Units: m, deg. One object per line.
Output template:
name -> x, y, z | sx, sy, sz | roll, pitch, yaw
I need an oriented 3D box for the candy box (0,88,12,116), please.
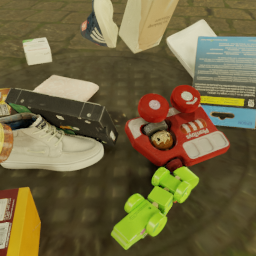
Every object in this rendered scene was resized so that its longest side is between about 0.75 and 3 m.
candy box -> -4.370, -0.754, 8.494 | 1.599, 0.452, 0.933 | -5, 38, -9

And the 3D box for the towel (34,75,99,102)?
towel -> -2.148, -1.034, 8.958 | 1.822, 0.307, 1.907 | 14, 41, 18

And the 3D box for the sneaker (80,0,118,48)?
sneaker -> -0.704, -2.218, 6.020 | 0.767, 1.815, 0.680 | 8, 83, 5

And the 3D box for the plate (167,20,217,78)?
plate -> 2.664, -2.380, 9.712 | 2.507, 0.406, 2.512 | -38, 89, -38

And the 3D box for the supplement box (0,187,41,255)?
supplement box -> -2.416, 2.028, 4.483 | 1.675, 1.112, 1.652 | -6, 39, -7

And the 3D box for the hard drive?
hard drive -> -1.535, -0.240, 6.897 | 2.402, 1.678, 0.454 | 11, 69, 15

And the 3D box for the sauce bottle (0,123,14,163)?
sauce bottle -> -2.997, 0.095, 4.216 | 0.796, 0.796, 2.410 | 36, 13, 36

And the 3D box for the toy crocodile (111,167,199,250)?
toy crocodile -> 0.606, 1.505, 5.585 | 0.759, 0.695, 2.249 | 29, 51, 32

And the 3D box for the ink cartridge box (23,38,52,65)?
ink cartridge box -> -3.676, -3.123, 11.346 | 0.957, 0.555, 1.321 | -13, 41, -16

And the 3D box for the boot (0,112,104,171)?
boot -> -1.895, 0.281, 6.561 | 2.594, 1.240, 0.954 | -3, 39, -4

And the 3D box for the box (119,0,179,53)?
box -> 0.547, -2.993, 7.072 | 0.990, 2.084, 0.810 | -27, 72, -25

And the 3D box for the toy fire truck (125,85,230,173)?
toy fire truck -> 1.173, 0.116, 6.943 | 2.233, 1.252, 1.875 | -18, 60, -19

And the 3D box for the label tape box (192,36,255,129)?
label tape box -> 2.847, -1.310, 8.202 | 1.834, 2.543, 0.805 | 7, 0, 16
